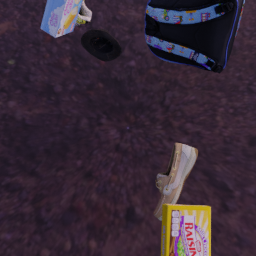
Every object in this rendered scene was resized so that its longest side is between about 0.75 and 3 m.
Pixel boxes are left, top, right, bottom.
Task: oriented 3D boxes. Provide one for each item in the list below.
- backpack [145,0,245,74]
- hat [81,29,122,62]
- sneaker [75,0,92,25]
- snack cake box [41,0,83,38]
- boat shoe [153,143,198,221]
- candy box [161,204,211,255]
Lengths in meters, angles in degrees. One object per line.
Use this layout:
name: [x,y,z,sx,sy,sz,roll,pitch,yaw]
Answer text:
backpack: [1.693,-2.769,7.512,2.334,2.131,1.570,16,45,21]
hat: [-0.638,-2.200,7.116,1.058,1.058,0.427,9,60,5]
sneaker: [-1.692,-4.098,7.669,1.143,2.992,1.128,10,69,7]
snack cake box: [-1.380,-2.702,6.111,0.431,1.284,0.738,33,38,2]
boat shoe: [0.866,1.090,5.850,0.552,0.615,1.662,25,88,0]
candy box: [0.968,2.173,4.646,0.890,0.230,1.740,8,77,-23]
